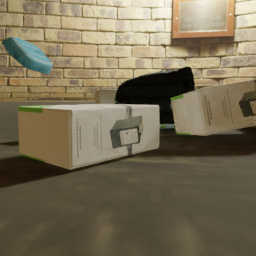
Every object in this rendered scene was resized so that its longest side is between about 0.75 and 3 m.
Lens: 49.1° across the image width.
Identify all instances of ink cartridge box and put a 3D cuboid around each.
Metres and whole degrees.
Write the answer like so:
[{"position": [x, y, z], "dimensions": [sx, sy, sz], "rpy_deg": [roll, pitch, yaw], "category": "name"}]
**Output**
[{"position": [-0.507, 0.016, 4.044], "dimensions": [1.221, 0.705, 1.679], "rpy_deg": [6, 9, 41], "category": "ink cartridge box"}, {"position": [2.070, -0.435, 5.584], "dimensions": [2.000, 0.840, 1.455], "rpy_deg": [-10, 2, -11], "category": "ink cartridge box"}]

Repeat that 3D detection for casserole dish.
[{"position": [-2.526, -1.898, 7.272], "dimensions": [0.314, 0.981, 1.619], "rpy_deg": [-42, -7, 11], "category": "casserole dish"}]

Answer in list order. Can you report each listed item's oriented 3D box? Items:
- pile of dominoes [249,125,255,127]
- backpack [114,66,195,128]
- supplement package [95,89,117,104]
[{"position": [3.807, 0.047, 6.296], "dimensions": [2.022, 0.413, 2.595], "rpy_deg": [-2, -1, -6], "category": "pile of dominoes"}, {"position": [0.620, -0.659, 7.173], "dimensions": [1.941, 1.584, 1.493], "rpy_deg": [-8, 0, -9], "category": "backpack"}, {"position": [-0.926, -1.492, 15.046], "dimensions": [1.477, 1.136, 1.545], "rpy_deg": [-2, 5, -16], "category": "supplement package"}]
